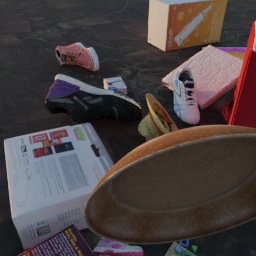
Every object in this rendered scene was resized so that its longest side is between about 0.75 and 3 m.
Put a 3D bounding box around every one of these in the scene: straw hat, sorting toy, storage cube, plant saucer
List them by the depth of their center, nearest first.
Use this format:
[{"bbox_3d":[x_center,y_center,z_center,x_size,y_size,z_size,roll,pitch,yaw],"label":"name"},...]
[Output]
[{"bbox_3d":[0.726,0.717,3.305,2.509,2.509,0.459,-6,50,-8],"label":"plant saucer"},{"bbox_3d":[0.800,2.003,4.324,0.431,0.104,0.766,23,42,29],"label":"sorting toy"},{"bbox_3d":[3.645,-0.778,6.225,2.706,2.433,2.313,14,38,17],"label":"storage cube"},{"bbox_3d":[0.629,-0.019,6.584,0.684,1.615,1.615,-35,33,16],"label":"straw hat"}]

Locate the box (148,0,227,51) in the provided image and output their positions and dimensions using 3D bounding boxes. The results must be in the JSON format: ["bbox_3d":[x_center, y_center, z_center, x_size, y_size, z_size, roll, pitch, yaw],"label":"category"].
[{"bbox_3d":[2.508,-4.616,12.044,2.995,1.863,1.460,-17,39,-22],"label":"box"}]

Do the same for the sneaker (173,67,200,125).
[{"bbox_3d":[1.596,-0.902,7.653,0.667,0.673,1.856,0,55,-5],"label":"sneaker"}]

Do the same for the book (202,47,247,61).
[{"bbox_3d":[4.371,-2.440,10.080,2.990,0.718,1.997,0,34,-1],"label":"book"}]

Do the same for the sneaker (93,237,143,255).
[{"bbox_3d":[-0.145,1.774,4.195,0.777,0.316,0.343,-2,38,17],"label":"sneaker"}]

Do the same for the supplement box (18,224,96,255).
[{"bbox_3d":[-1.159,2.118,3.659,1.563,0.669,0.862,-23,41,-30],"label":"supplement box"}]

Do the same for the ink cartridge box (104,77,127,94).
[{"bbox_3d":[-0.403,-1.254,8.677,0.568,0.331,0.786,-9,37,-12],"label":"ink cartridge box"}]

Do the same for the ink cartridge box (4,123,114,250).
[{"bbox_3d":[-1.234,0.891,5.229,1.776,0.848,2.023,-13,38,-18],"label":"ink cartridge box"}]

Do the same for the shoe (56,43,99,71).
[{"bbox_3d":[-1.883,-2.518,10.104,1.030,0.809,2.265,-18,34,-21],"label":"shoe"}]

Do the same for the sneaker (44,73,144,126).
[{"bbox_3d":[-0.910,-0.437,7.303,2.577,0.976,1.128,18,70,10],"label":"sneaker"}]

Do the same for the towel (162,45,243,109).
[{"bbox_3d":[2.383,-1.613,8.591,2.049,0.330,1.957,-36,46,-8],"label":"towel"}]
